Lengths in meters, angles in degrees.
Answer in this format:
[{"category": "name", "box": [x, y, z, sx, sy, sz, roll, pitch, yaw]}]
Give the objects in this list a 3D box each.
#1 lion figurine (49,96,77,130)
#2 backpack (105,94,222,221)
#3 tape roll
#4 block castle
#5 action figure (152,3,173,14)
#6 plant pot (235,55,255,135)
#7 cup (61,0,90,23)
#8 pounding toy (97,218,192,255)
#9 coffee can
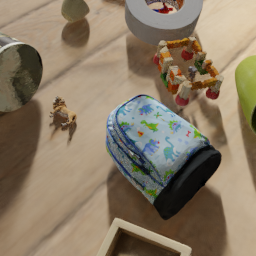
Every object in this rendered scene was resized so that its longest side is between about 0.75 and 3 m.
[{"category": "lion figurine", "box": [-1.956, -0.477, 8.730, 1.186, 0.430, 0.726, 39, 54, 8]}, {"category": "backpack", "box": [0.661, 0.470, 7.201, 2.272, 2.141, 2.785, -35, 49, -24]}, {"category": "tape roll", "box": [1.347, -4.678, 10.887, 2.950, 0.974, 2.950, 1, 70, -2]}, {"category": "block castle", "box": [1.905, -1.839, 9.250, 1.565, 1.099, 2.342, -13, 58, -14]}, {"category": "action figure", "box": [1.072, -5.007, 11.800, 1.644, 0.536, 0.814, -12, 64, -8]}, {"category": "plant pot", "box": [4.184, -1.187, 8.381, 2.151, 2.151, 2.299, -6, 39, -4]}, {"category": "cup", "box": [-2.264, -4.824, 11.442, 1.144, 1.144, 0.818, 31, 81, 20]}, {"category": "pounding toy", "box": [0.390, 3.317, 5.533, 2.139, 1.521, 1.969, 14, 54, 23]}, {"category": "coffee can", "box": [-4.528, -2.078, 8.725, 2.971, 2.174, 2.174, 28, 59, 18]}]
